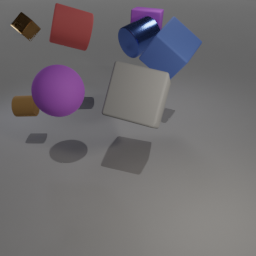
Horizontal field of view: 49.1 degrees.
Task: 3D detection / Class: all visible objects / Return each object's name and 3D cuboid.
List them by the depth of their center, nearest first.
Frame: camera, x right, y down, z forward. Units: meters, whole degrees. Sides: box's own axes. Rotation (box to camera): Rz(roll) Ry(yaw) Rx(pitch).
[{"bbox_3d":[0.280,-0.831,7.553,1.400,1.400,1.400,15,2,10],"label":"cube"},{"bbox_3d":[-1.880,-1.000,7.583,1.400,1.400,1.400,0,28,0],"label":"ball"},{"bbox_3d":[-3.420,-0.734,9.392,0.700,0.700,0.700,-1,28,2],"label":"cylinder"},{"bbox_3d":[1.529,-2.818,10.174,1.400,1.400,1.400,40,57,-5],"label":"cube"},{"bbox_3d":[-2.129,-3.754,10.492,1.400,1.400,1.400,10,25,-18],"label":"cylinder"},{"bbox_3d":[-4.187,-4.152,11.497,0.700,0.700,0.700,40,1,17],"label":"cube"},{"bbox_3d":[0.511,-4.030,12.429,1.400,1.400,1.400,-34,41,-24],"label":"cylinder"},{"bbox_3d":[0.922,-5.092,13.759,1.400,1.400,1.400,9,29,9],"label":"cube"}]
